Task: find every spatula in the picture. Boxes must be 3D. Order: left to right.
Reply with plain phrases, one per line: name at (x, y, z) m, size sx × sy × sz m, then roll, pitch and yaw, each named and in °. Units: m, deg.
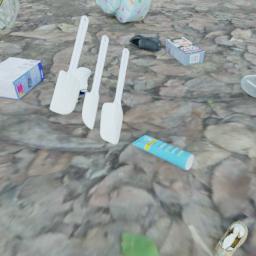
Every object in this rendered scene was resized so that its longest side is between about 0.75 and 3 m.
spatula at (-0.565, -0.951, 5.333) m, size 0.180 × 1.560 × 2.243 m, roll -23°, pitch 50°, yaw 43°

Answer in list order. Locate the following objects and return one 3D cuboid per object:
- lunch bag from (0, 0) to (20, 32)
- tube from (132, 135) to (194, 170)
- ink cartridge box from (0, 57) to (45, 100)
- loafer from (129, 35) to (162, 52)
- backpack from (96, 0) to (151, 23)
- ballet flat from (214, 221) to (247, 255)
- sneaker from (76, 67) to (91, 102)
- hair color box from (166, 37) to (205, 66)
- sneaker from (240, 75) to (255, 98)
lunch bag at (-2.611, -2.514, 5.213) m, size 0.743 × 1.037 × 1.264 m, roll -31°, pitch 55°, yaw 13°
tube at (0.854, 0.548, 6.827) m, size 1.505 × 0.379 × 0.583 m, roll 23°, pitch 30°, yaw 34°
ink cartridge box at (-3.787, -1.802, 9.576) m, size 1.302 × 0.729 × 1.909 m, roll 10°, pitch 40°, yaw 14°
loafer at (0.750, -3.643, 12.173) m, size 0.620 × 0.600 × 1.767 m, roll -27°, pitch 39°, yaw -28°
backpack at (-0.210, -7.107, 14.986) m, size 2.217 × 2.542 × 2.892 m, roll -24°, pitch 60°, yaw -43°
ballet flat at (1.872, 1.940, 4.959) m, size 0.344 × 0.318 × 0.974 m, roll 26°, pitch 44°, yaw 31°
sneaker at (-1.615, -1.372, 9.220) m, size 0.773 × 0.661 × 1.775 m, roll 20°, pitch 48°, yaw 9°
hair color box at (2.322, -3.206, 11.619) m, size 0.849 × 0.520 × 1.716 m, roll -13°, pitch 38°, yaw -16°
sneaker at (4.669, -1.327, 9.099) m, size 2.034 × 0.715 × 0.815 m, roll 11°, pitch 25°, yaw 8°
